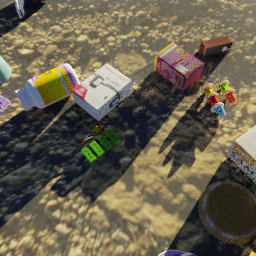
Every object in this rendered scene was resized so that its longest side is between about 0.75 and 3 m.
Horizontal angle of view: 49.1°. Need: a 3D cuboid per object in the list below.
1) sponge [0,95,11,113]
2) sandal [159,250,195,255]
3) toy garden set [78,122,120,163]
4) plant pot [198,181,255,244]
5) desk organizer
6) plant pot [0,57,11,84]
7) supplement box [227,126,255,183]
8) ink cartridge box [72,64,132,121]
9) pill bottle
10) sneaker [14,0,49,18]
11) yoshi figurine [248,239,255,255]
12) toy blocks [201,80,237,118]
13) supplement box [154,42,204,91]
[{"bbox_3d":[-5.384,-0.508,10.267,1.084,0.290,1.944,27,63,14],"label":"sponge"},{"bbox_3d":[1.603,3.712,7.631,1.725,0.424,0.702,5,59,0],"label":"sandal"},{"bbox_3d":[-1.092,0.473,9.712,1.283,0.256,1.070,-37,67,-19],"label":"toy garden set"},{"bbox_3d":[3.127,2.475,8.489,1.925,0.265,1.925,0,60,0],"label":"plant pot"},{"bbox_3d":[3.761,-3.528,11.995,1.263,0.453,0.486,-15,58,-9],"label":"desk organizer"},{"bbox_3d":[-5.332,-2.409,11.058,1.114,0.894,1.114,0,58,0],"label":"plant pot"},{"bbox_3d":[4.859,0.567,9.208,2.646,0.973,1.668,-31,64,-17],"label":"supplement box"},{"bbox_3d":[-0.944,-1.385,10.502,1.346,0.773,1.854,37,66,20],"label":"ink cartridge box"},{"bbox_3d":[-2.951,-1.452,10.335,2.172,1.132,1.132,-29,63,-17],"label":"pill bottle"},{"bbox_3d":[-4.532,-6.096,13.328,1.508,0.794,2.087,-6,58,0],"label":"sneaker"},{"bbox_3d":[4.571,4.013,7.150,2.962,1.665,1.658,27,22,31],"label":"yoshi figurine"},{"bbox_3d":[3.533,-1.056,10.467,1.169,0.509,1.403,-14,60,-7],"label":"toy blocks"},{"bbox_3d":[1.977,-2.442,11.095,1.077,0.849,1.645,-38,66,-20],"label":"supplement box"}]
